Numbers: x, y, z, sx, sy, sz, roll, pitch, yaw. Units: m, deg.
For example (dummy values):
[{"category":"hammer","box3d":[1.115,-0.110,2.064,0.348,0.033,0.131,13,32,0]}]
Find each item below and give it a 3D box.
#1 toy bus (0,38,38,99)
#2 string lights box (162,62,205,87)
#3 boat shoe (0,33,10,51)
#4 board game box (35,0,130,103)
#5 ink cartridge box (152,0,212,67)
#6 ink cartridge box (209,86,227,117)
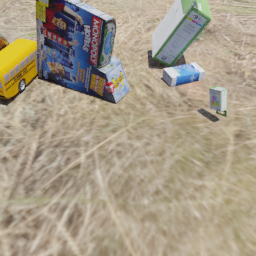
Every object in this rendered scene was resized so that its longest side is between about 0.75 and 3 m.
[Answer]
[{"category":"toy bus","box3d":[-3.445,-1.943,8.701,0.883,1.062,2.713,13,42,8]},{"category":"string lights box","box3d":[1.792,-1.741,9.043,1.201,0.354,0.617,-14,45,-17]},{"category":"boat shoe","box3d":[-4.239,-2.564,8.653,0.919,2.428,0.872,39,82,6]},{"category":"board game box","box3d":[-1.217,-2.156,8.086,2.946,2.947,0.909,30,47,11]},{"category":"ink cartridge box","box3d":[1.871,-3.538,9.041,0.856,2.888,1.499,21,47,-19]},{"category":"ink cartridge box","box3d":[2.343,-0.658,7.270,0.233,0.786,0.408,-19,26,-24]}]
